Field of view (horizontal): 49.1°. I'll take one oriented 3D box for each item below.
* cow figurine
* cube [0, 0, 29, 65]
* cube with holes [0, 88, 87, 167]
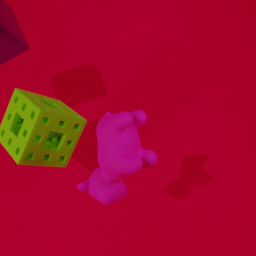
[{"bbox_3d":[-0.204,0.371,3.506,0.623,1.116,1.134,-10,86,-50],"label":"cow figurine"},{"bbox_3d":[-2.753,-1.888,5.298,1.068,1.068,1.068,-27,80,5],"label":"cube"},{"bbox_3d":[-1.659,0.016,5.367,1.036,1.036,1.036,34,103,39],"label":"cube with holes"}]
